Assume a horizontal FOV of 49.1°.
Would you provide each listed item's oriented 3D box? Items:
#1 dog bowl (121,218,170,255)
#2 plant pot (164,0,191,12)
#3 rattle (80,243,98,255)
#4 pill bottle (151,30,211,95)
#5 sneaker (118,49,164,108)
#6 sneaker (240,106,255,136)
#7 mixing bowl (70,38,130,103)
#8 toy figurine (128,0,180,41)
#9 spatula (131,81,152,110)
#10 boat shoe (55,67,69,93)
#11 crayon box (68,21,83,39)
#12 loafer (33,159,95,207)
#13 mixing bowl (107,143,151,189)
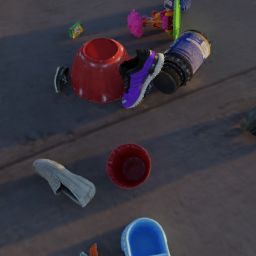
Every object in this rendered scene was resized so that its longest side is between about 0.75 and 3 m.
[{"bbox_3d":[0.567,3.610,7.645,1.340,0.596,2.403,-8,56,-6],"label":"dog bowl"},{"bbox_3d":[2.543,-6.766,14.728,1.041,1.158,1.158,-37,62,-16],"label":"plant pot"},{"bbox_3d":[-0.775,3.811,7.137,1.172,1.286,1.800,-19,61,5],"label":"rattle"},{"bbox_3d":[2.147,-2.674,11.518,1.572,1.572,2.810,29,59,19],"label":"pill bottle"},{"bbox_3d":[0.146,-1.845,10.197,1.263,2.539,0.883,15,41,-23],"label":"sneaker"},{"bbox_3d":[5.699,-0.511,10.290,2.952,1.129,1.691,-37,64,-20],"label":"sneaker"},{"bbox_3d":[-1.062,-2.613,11.494,2.901,1.571,2.901,0,55,1],"label":"mixing bowl"},{"bbox_3d":[1.207,-5.167,13.424,2.418,1.973,2.628,3,32,14],"label":"toy figurine"},{"bbox_3d":[0.759,-1.462,11.475,0.628,0.228,2.221,25,58,19],"label":"spatula"},{"bbox_3d":[-2.774,-2.060,11.731,0.473,0.502,1.398,-1,52,5],"label":"boat shoe"},{"bbox_3d":[-2.548,-4.787,13.696,0.231,0.472,0.794,27,60,18],"label":"crayon box"},{"bbox_3d":[-2.136,1.708,8.876,2.286,0.799,0.798,23,50,15],"label":"loafer"},{"bbox_3d":[0.113,1.264,9.072,1.425,0.772,1.425,-4,74,15],"label":"mixing bowl"}]
